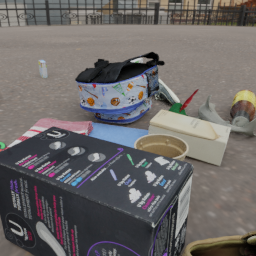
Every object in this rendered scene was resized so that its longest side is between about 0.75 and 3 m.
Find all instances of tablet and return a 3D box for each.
[{"bbox_3d":[-0.466,0.324,7.865,2.484,0.170,1.616,8,26,19],"label":"tablet"}]

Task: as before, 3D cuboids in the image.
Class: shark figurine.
[{"bbox_3d":[2.755,-0.469,8.616,1.510,1.055,2.527,-11,25,-18],"label":"shark figurine"}]

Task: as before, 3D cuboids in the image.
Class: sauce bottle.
[{"bbox_3d":[3.753,-0.602,9.146,0.793,0.793,2.403,11,26,22],"label":"sauce bottle"}]

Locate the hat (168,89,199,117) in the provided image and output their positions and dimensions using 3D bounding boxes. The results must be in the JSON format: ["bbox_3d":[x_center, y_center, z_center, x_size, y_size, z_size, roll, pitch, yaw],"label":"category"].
[{"bbox_3d":[1.609,-0.760,9.188,1.108,0.976,0.918,-21,29,-36],"label":"hat"}]

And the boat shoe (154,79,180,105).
[{"bbox_3d":[1.389,-1.365,11.219,0.661,0.779,2.141,-43,34,10],"label":"boat shoe"}]

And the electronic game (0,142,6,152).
[{"bbox_3d":[-3.636,0.558,7.366,0.807,0.168,0.807,0,24,0],"label":"electronic game"}]

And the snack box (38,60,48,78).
[{"bbox_3d":[-4.355,-3.023,14.344,0.272,0.805,0.679,-13,28,-25],"label":"snack box"}]

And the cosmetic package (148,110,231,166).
[{"bbox_3d":[1.574,0.202,7.289,1.929,0.705,0.999,15,29,19],"label":"cosmetic package"}]

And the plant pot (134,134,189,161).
[{"bbox_3d":[0.662,0.804,5.839,1.097,1.004,1.097,0,25,0],"label":"plant pot"}]

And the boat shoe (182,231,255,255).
[{"bbox_3d":[1.841,1.854,3.807,2.393,0.794,0.886,-5,25,-10],"label":"boat shoe"}]

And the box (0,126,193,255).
[{"bbox_3d":[-0.553,1.173,4.266,2.672,1.633,1.417,14,27,26],"label":"box"}]

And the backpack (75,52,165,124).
[{"bbox_3d":[-0.410,-1.264,9.126,2.653,2.043,2.527,2,18,30],"label":"backpack"}]

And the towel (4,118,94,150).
[{"bbox_3d":[-2.189,0.407,7.310,1.812,0.286,2.516,3,28,16],"label":"towel"}]

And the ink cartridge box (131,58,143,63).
[{"bbox_3d":[0.249,-2.339,12.304,0.563,1.288,0.936,8,27,24],"label":"ink cartridge box"}]
